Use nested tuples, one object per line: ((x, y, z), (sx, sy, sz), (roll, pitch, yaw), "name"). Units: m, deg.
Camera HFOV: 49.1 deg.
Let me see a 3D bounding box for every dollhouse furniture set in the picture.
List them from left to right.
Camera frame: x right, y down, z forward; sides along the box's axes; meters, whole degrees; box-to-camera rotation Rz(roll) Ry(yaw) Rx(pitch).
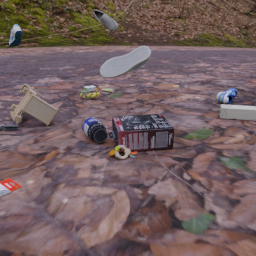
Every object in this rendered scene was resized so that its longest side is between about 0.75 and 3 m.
((-4.294, -0.895, 12.535), (1.232, 1.442, 2.783), (35, 2, -32), "dollhouse furniture set")

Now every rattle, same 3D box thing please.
((-0.157, 0.867, 9.115), (0.754, 0.539, 0.491), (5, 48, -31), "rattle")

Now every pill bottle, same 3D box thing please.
((-1.221, 0.073, 10.334), (0.707, 0.707, 1.264), (-10, 23, -24), "pill bottle")

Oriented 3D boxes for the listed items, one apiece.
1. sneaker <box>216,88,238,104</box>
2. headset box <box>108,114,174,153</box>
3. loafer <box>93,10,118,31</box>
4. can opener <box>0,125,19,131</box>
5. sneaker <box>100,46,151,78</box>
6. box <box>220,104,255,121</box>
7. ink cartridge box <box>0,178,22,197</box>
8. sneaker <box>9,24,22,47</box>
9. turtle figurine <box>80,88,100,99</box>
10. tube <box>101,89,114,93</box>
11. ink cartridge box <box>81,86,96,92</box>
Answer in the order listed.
((5.455, -1.668, 15.037), (1.749, 0.647, 0.719), (-22, 36, -36), "sneaker")
((0.376, 0.143, 9.988), (2.141, 0.827, 1.593), (-5, 22, -10), "headset box")
((-1.134, -5.314, 13.789), (1.581, 0.553, 0.552), (40, 14, 21), "loafer")
((-4.868, -0.039, 11.285), (0.896, 0.239, 0.300), (-1, 22, -7), "can opener")
((-0.066, -2.910, 13.181), (2.527, 0.934, 1.036), (-22, -12, -1), "sneaker")
((4.959, -0.704, 12.603), (1.539, 0.526, 0.632), (5, 22, 13), "box")
((-3.357, 1.519, 7.302), (0.709, 0.249, 0.872), (17, 31, 38), "ink cartridge box")
((-4.174, -3.389, 10.374), (0.365, 0.386, 0.955), (-9, -23, -43), "sneaker")
((-2.033, -1.850, 15.666), (1.174, 0.469, 1.456), (-6, 28, 5), "turtle figurine")
((-1.232, -2.328, 17.294), (0.890, 0.258, 0.231), (14, 62, 39), "tube")
((-2.474, -2.436, 17.460), (0.892, 0.265, 0.463), (-12, 24, -27), "ink cartridge box")
